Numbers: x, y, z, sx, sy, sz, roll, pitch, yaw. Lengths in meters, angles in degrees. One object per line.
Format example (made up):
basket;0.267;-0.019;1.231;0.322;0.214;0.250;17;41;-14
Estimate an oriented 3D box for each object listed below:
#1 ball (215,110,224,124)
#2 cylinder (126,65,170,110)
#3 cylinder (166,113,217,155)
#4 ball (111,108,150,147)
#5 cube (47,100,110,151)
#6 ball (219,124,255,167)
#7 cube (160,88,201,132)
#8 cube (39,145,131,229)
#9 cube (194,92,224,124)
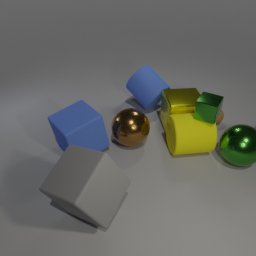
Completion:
ball;3.549;-0.511;11.448;0.700;0.700;0.700;0;34;0
cylinder;0.871;-1.756;12.189;1.400;1.400;1.400;48;50;10
cylinder;2.170;0.189;9.783;1.400;1.400;1.400;-4;34;-6
ball;0.092;-0.023;10.114;1.400;1.400;1.400;0;34;0
cube;-1.684;0.127;9.684;1.400;1.400;1.400;-31;44;-22
ball;3.740;0.573;9.245;1.400;1.400;1.400;0;34;0
cube;2.124;-0.628;10.988;1.400;1.400;1.400;-4;35;-5
cube;-1.045;1.460;7.144;1.400;1.400;1.400;8;57;39
cube;2.625;-0.663;9.132;0.700;0.700;0.700;20;43;25
